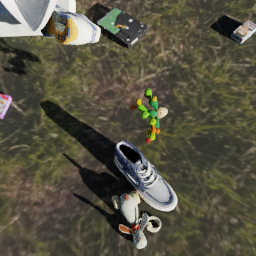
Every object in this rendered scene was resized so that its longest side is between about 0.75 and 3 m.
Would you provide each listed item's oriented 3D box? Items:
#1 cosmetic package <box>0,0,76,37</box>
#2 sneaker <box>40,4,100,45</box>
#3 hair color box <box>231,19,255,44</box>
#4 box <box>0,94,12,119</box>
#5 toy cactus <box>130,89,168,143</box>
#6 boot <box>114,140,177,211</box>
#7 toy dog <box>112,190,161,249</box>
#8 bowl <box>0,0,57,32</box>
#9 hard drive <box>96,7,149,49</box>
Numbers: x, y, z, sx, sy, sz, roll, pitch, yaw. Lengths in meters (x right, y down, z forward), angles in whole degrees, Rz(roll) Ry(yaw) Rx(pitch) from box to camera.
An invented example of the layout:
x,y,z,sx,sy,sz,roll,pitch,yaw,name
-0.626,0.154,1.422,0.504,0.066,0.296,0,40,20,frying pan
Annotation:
x,y,z,sx,sy,sz,roll,pitch,yaw,name
-3.389,-4.269,9.995,2.877,1.220,1.548,-1,69,-2,cosmetic package
-1.837,-3.100,8.507,1.166,0.996,2.645,-7,38,-38,sneaker
4.245,-3.516,10.197,0.925,0.280,0.458,-41,71,-17,hair color box
-4.377,-0.750,8.874,1.124,0.220,0.769,11,64,5,box
0.584,-0.317,6.758,0.633,1.021,1.237,-13,91,38,toy cactus
0.432,1.280,7.448,2.197,0.992,0.799,40,70,17,boot
0.130,2.224,7.142,0.978,0.714,1.483,-38,70,-17,toy dog
-2.594,-3.611,7.508,1.597,1.599,0.597,45,40,0,bowl
-0.213,-3.685,10.265,1.621,0.307,1.133,38,70,16,hard drive
